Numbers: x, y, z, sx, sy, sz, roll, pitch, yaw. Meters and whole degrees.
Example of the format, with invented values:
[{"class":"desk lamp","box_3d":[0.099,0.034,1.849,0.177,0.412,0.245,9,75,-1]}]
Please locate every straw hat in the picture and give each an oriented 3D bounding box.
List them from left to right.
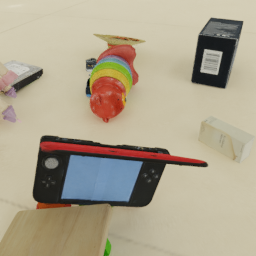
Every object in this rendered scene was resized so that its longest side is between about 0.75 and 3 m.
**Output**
[{"class":"straw hat","box_3d":[-0.396,-3.583,12.763,2.530,1.071,2.530,8,22,-3]}]

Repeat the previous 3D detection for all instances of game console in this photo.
[{"class":"game console","box_3d":[-0.304,0.938,4.770,2.451,2.112,1.455,8,28,-18]}]

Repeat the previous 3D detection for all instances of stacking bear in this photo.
[{"class":"stacking bear","box_3d":[-0.559,-1.401,9.430,1.573,1.680,2.766,-1,42,9]}]

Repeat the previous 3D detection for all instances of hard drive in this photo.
[{"class":"hard drive","box_3d":[-4.503,-2.039,10.891,1.480,0.401,2.118,17,32,11]}]

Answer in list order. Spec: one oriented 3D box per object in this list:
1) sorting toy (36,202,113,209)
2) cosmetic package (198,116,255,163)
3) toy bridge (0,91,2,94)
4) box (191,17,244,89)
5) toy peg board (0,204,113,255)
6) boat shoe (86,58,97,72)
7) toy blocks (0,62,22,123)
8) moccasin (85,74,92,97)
[{"class":"sorting toy","box_3d":[-0.857,1.355,6.036,2.317,0.798,0.803,-5,36,-6]},{"class":"cosmetic package","box_3d":[2.637,0.285,7.627,0.494,0.700,1.351,-28,43,-31]},{"class":"toy bridge","box_3d":[-4.897,-1.730,10.890,0.497,0.201,1.477,-10,37,-16]},{"class":"box","box_3d":[3.616,-3.095,11.286,1.411,1.956,2.635,14,38,18]},{"class":"toy peg board","box_3d":[-1.238,2.392,4.665,1.939,0.952,1.947,-9,31,15]},{"class":"boat shoe","box_3d":[-1.281,-2.770,12.083,1.129,0.513,0.400,-15,38,-21]},{"class":"toy blocks","box_3d":[-4.219,-0.712,8.578,2.145,1.806,2.005,-51,25,-20]},{"class":"moccasin","box_3d":[-1.278,-1.706,10.595,0.587,0.498,1.459,-1,35,-1]}]
